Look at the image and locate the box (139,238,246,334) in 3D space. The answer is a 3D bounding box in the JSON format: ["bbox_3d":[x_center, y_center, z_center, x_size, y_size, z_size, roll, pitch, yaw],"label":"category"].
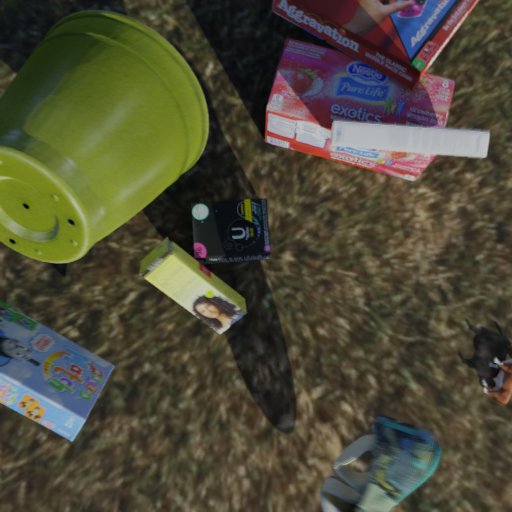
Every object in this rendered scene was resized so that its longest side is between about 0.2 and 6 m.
[{"bbox_3d":[-0.911,0.468,8.336,0.614,0.409,1.632,-41,116,19],"label":"box"}]

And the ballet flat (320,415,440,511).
[{"bbox_3d":[1.338,2.977,7.172,0.999,0.999,2.690,24,121,4],"label":"ballet flat"}]

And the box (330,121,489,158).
[{"bbox_3d":[1.933,-1.566,7.393,1.880,1.357,0.342,7,104,6],"label":"box"}]

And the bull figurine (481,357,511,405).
[{"bbox_3d":[3.872,1.874,8.751,0.520,0.279,0.856,23,80,6],"label":"bull figurine"}]

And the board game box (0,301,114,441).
[{"bbox_3d":[-3.034,1.343,7.262,2.174,1.644,0.398,33,99,-9],"label":"board game box"}]

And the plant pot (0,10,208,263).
[{"bbox_3d":[-2.387,-1.387,7.439,2.727,2.727,2.625,22,47,4],"label":"plant pot"}]

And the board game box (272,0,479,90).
[{"bbox_3d":[2.637,-4.932,9.149,2.511,0.474,4.879,33,66,11],"label":"board game box"}]

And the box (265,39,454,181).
[{"bbox_3d":[1.564,-2.280,8.943,2.681,1.336,1.280,15,80,3],"label":"box"}]

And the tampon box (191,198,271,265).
[{"bbox_3d":[-0.391,-0.372,8.907,1.186,0.749,0.889,-5,80,-1],"label":"tampon box"}]
